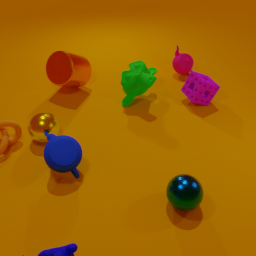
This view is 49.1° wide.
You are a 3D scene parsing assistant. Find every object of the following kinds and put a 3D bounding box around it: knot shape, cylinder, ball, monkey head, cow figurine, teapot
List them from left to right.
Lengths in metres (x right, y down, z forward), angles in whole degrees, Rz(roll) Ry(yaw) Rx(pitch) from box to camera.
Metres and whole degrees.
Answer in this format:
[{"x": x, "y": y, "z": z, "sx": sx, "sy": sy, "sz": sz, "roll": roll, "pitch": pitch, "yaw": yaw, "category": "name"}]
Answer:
[{"x": -3.643, "y": 0.174, "z": 8.045, "sx": 1.132, "sy": 1.210, "sz": 0.559, "roll": -15, "pitch": -2, "yaw": -23, "category": "knot shape"}, {"x": -2.479, "y": -0.018, "z": 8.250, "sx": 0.909, "sy": 0.909, "sz": 0.909, "roll": 0, "pitch": 41, "yaw": 0, "category": "ball"}, {"x": -1.400, "y": 2.326, "z": 4.746, "sx": 1.006, "sy": 0.990, "sz": 0.552, "roll": 0, "pitch": 63, "yaw": -41, "category": "cow figurine"}, {"x": -1.715, "y": 0.655, "z": 7.244, "sx": 0.964, "sy": 0.759, "sz": 1.550, "roll": -34, "pitch": 85, "yaw": -24, "category": "teapot"}, {"x": -2.113, "y": -2.086, "z": 10.078, "sx": 1.191, "sy": 1.191, "sz": 1.191, "roll": 20, "pitch": 13, "yaw": 22, "category": "cylinder"}, {"x": 0.444, "y": -1.554, "z": 9.554, "sx": 1.341, "sy": 1.124, "sz": 1.864, "roll": 31, "pitch": 76, "yaw": 32, "category": "monkey head"}, {"x": 2.199, "y": -2.617, "z": 11.094, "sx": 0.857, "sy": 1.378, "sz": 0.675, "roll": -35, "pitch": 7, "yaw": -15, "category": "teapot"}, {"x": 1.320, "y": 1.504, "z": 6.533, "sx": 0.854, "sy": 0.854, "sz": 0.854, "roll": 0, "pitch": 41, "yaw": 0, "category": "ball"}]

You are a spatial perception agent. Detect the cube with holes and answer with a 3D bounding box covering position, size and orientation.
[{"x": 2.488, "y": -1.363, "z": 9.670, "sx": 0.786, "sy": 0.786, "sz": 0.786, "roll": 8, "pitch": 34, "yaw": -31, "category": "cube with holes"}]
